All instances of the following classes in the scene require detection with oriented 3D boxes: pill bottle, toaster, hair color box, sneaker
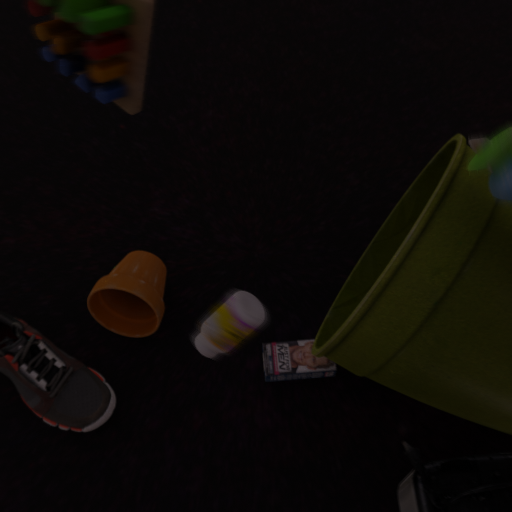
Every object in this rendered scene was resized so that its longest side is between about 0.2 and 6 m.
[{"bbox_3d":[-0.313,0.774,6.118,0.430,0.826,0.430,31,34,-24],"label":"pill bottle"},{"bbox_3d":[2.551,3.065,6.069,1.781,1.169,1.969,-4,60,-2],"label":"toaster"},{"bbox_3d":[0.570,1.401,7.546,0.943,0.285,0.472,-4,60,-2],"label":"hair color box"},{"bbox_3d":[-2.824,1.437,7.153,2.248,0.921,0.866,28,64,15],"label":"sneaker"}]

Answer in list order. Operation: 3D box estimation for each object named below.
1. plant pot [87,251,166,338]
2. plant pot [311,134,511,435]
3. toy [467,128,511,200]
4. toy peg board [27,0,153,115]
[{"bbox_3d":[-1.684,0.461,7.769,1.005,1.005,0.920,10,44,6],"label":"plant pot"},{"bbox_3d":[2.736,0.697,6.650,2.986,3.102,3.102,34,65,4],"label":"plant pot"},{"bbox_3d":[2.714,0.127,4.625,0.634,1.546,2.685,-41,93,7],"label":"toy"},{"bbox_3d":[-2.220,-2.756,7.037,1.612,1.605,0.788,39,49,16],"label":"toy peg board"}]
